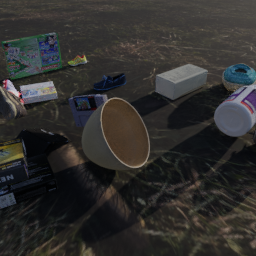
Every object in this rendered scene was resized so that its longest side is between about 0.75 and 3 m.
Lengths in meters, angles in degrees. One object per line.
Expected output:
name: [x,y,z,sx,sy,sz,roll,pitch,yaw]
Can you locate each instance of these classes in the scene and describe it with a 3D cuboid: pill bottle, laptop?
pill bottle: [4.172,-0.736,10.042,1.285,1.285,2.306,25,41,33]
laptop: [-2.897,0.579,9.151,1.341,0.782,1.514,22,14,29]

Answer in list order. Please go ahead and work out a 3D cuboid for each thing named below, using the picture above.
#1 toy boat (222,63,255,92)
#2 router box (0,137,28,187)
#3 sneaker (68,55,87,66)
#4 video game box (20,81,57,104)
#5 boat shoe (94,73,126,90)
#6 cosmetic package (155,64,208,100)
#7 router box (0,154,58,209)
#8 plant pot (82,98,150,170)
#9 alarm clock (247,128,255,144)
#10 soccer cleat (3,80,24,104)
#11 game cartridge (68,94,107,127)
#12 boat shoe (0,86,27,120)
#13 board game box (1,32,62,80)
toy boat: [5.592,-2.364,12.597,2.542,1.181,2.137,10,34,15]
router box: [-3.626,0.994,7.385,1.801,0.470,1.416,-15,35,-16]
sneaker: [-2.792,-3.709,15.265,1.086,0.490,0.424,-22,41,-27]
video game box: [-3.875,-1.550,12.144,1.416,0.331,1.290,-12,33,-17]
boat shoe: [-0.862,-2.189,12.892,1.635,0.561,0.688,-23,40,-30]
cosmetic package: [2.407,-2.119,12.569,2.223,0.812,1.151,-25,41,-31]
router box: [-2.877,1.401,7.569,1.667,0.426,1.243,-16,36,-21]
plant pot: [-0.537,0.341,8.119,1.382,2.059,2.059,-24,20,33]
alarm clock: [4.724,0.428,8.805,1.160,0.572,1.720,-16,30,-40]
soccer cleat: [-4.918,-1.436,11.812,0.805,0.702,2.106,18,16,-32]
game cartridge: [-1.264,-0.555,9.306,1.669,1.082,0.320,0,27,39]
boat shoe: [-3.386,-0.688,8.042,0.576,0.585,1.571,5,31,-45]
board game box: [-4.669,-3.585,13.888,2.676,1.801,0.390,-22,40,-30]
